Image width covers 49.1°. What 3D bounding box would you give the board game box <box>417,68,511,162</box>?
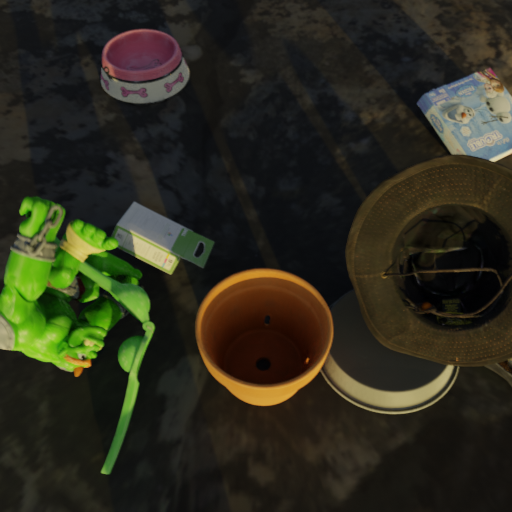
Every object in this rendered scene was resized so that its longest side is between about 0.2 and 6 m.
[{"bbox_3d":[4.260,-2.617,10.747,1.719,0.373,1.710,-26,78,-18],"label":"board game box"}]

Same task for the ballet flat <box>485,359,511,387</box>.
[{"bbox_3d":[3.576,1.406,7.826,0.702,0.702,1.921,-30,58,-21],"label":"ballet flat"}]

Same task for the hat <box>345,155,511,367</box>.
[{"bbox_3d":[2.540,-0.020,7.248,2.844,2.844,1.147,14,28,10],"label":"hat"}]

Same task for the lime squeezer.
[{"bbox_3d":[-1.858,1.084,7.350,1.145,0.611,3.241,-13,82,-29],"label":"lime squeezer"}]

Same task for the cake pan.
[{"bbox_3d":[1.875,1.211,8.049,2.083,0.382,2.083,-3,51,3],"label":"cake pan"}]

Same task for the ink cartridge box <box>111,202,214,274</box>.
[{"bbox_3d":[-1.460,-0.203,8.784,1.455,0.431,0.755,26,34,-6],"label":"ink cartridge box"}]

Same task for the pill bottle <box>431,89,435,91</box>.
[{"bbox_3d":[3.831,-2.984,11.307,0.859,0.456,0.456,38,61,24],"label":"pill bottle"}]

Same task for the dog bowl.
[{"bbox_3d":[-2.423,-4.115,12.016,1.945,0.717,1.945,0,52,0],"label":"dog bowl"}]

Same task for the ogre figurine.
[{"bbox_3d":[-2.453,0.566,7.276,1.419,2.893,1.734,26,75,-3],"label":"ogre figurine"}]

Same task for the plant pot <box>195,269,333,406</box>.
[{"bbox_3d":[0.101,1.236,7.587,1.760,1.232,1.760,0,52,0],"label":"plant pot"}]
